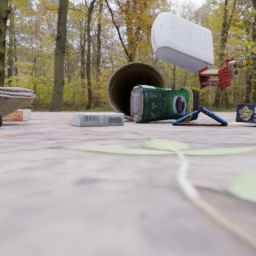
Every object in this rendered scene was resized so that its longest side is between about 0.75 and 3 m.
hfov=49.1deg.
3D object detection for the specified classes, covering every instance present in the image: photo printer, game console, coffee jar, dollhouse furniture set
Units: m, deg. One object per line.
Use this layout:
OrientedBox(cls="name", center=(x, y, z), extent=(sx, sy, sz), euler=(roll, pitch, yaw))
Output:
OrientedBox(cls="photo printer", center=(1.945, -3.127, 10.231), extent=(2.344, 1.950, 0.814), euler=(15, -31, -18))
OrientedBox(cls="game console", center=(2.202, -0.166, 8.645), extent=(1.336, 0.926, 1.565), euler=(33, 11, 10))
OrientedBox(cls="coffee jar", center=(1.380, -0.835, 10.020), extent=(2.498, 1.303, 1.066), euler=(-1, 6, -24))
OrientedBox(cls="dollhouse furniture set", center=(2.875, -1.655, 8.313), extent=(1.473, 0.599, 0.793), euler=(-28, 24, -27))

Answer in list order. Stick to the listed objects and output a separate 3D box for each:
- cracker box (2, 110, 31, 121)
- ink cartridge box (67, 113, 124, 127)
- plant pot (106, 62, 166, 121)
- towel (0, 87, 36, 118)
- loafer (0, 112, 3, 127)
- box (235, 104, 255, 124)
OrientedBox(cls="cracker box", center=(-4.751, -0.535, 11.690), extent=(1.084, 0.467, 1.618), euler=(0, 3, -8))
OrientedBox(cls="ink cartridge box", center=(-1.036, -0.283, 8.552), extent=(1.325, 0.391, 1.656), euler=(-2, 6, -25))
OrientedBox(cls="plant pot", center=(0.441, -1.246, 11.792), extent=(2.368, 2.368, 2.054), euler=(1, -14, 8))
OrientedBox(cls="towel", center=(-4.398, -0.705, 8.715), extent=(2.821, 0.486, 1.870), euler=(-18, -9, 33))
OrientedBox(cls="loafer", center=(-3.765, -0.273, 7.345), extent=(0.642, 0.733, 2.038), euler=(-24, 9, -29))
OrientedBox(cls="box", center=(4.797, -0.335, 7.379), extent=(2.649, 0.663, 2.668), euler=(-2, 4, -19))
